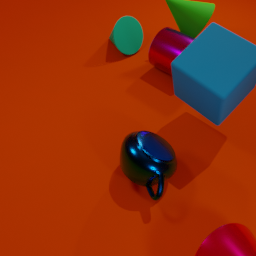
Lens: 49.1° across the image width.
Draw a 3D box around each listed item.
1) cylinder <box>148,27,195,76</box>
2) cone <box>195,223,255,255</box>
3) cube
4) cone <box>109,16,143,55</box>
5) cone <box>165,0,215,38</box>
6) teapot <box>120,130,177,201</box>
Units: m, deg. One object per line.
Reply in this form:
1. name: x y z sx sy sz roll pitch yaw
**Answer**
1. cylinder: 1.466 -2.234 8.475 1.244 1.244 1.244 35 58 26
2. cone: 1.891 2.348 4.005 1.416 1.416 1.422 -25 18 -20
3. cube: 1.924 -1.145 6.161 1.355 1.355 1.355 -45 66 -8
4. cone: -0.327 -3.156 9.694 1.222 1.222 1.227 -34 29 -26
5. cone: 1.670 -3.589 8.605 1.374 1.369 1.369 30 49 -14
6. teapot: 0.354 0.681 6.146 1.292 1.017 2.078 14 33 -28
